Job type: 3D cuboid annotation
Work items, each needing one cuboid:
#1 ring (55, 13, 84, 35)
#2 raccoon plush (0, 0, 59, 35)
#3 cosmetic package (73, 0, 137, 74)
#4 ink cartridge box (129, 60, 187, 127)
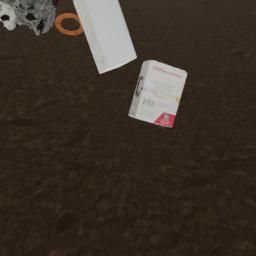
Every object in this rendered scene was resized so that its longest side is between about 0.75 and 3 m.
[{"bbox_3d":[-1.812,-3.227,8.798,0.940,0.940,0.090,-1,67,-1],"label":"ring"},{"bbox_3d":[-2.372,-3.128,6.879,1.247,0.900,1.861,28,71,6],"label":"raccoon plush"},{"bbox_3d":[-0.532,-1.963,5.362,0.579,1.688,2.239,-19,11,-6],"label":"cosmetic package"},{"bbox_3d":[0.508,-0.580,4.851,0.733,0.993,0.425,15,2,-19],"label":"ink cartridge box"}]
